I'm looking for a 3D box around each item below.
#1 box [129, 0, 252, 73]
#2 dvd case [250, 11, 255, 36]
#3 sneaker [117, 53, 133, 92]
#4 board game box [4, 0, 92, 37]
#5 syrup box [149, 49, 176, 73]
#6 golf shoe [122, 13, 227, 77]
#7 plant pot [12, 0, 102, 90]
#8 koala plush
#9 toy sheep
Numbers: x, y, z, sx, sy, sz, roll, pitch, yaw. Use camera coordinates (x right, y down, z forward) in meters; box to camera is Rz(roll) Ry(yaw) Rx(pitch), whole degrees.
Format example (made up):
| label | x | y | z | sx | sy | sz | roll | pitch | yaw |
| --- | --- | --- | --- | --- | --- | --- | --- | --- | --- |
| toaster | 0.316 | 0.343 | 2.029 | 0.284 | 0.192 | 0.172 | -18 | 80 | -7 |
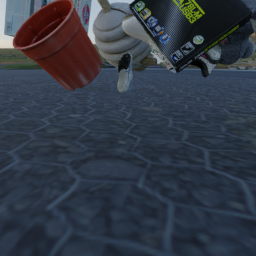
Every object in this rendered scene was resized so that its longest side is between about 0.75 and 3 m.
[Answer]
| label | x | y | z | sx | sy | sz | roll | pitch | yaw |
| --- | --- | --- | --- | --- | --- | --- | --- | --- | --- |
| box | 1.148 | -2.253 | 5.463 | 1.680 | 1.740 | 0.413 | -36 | -15 | 13 |
| dvd case | 4.145 | -1.707 | 6.352 | 2.554 | 0.316 | 1.919 | 37 | 4 | 39 |
| sneaker | -0.035 | -1.333 | 6.755 | 0.361 | 0.995 | 0.358 | -22 | 45 | -39 |
| board game box | -2.684 | -3.953 | 9.437 | 2.729 | 2.013 | 0.877 | 11 | 10 | 13 |
| syrup box | 1.285 | -3.261 | 11.476 | 0.974 | 0.942 | 2.392 | 19 | 23 | -36 |
| golf shoe | 0.919 | -1.941 | 6.386 | 2.413 | 1.111 | 0.876 | 20 | 3 | 11 |
| plant pot | -1.422 | -1.749 | 6.256 | 1.551 | 1.508 | 1.551 | -17 | 49 | 21 |
| koala plush | 3.016 | -2.787 | 8.208 | 2.007 | 2.264 | 2.080 | -19 | 49 | -13 |
| toy sheep | -0.081 | -2.720 | 8.245 | 1.946 | 2.822 | 1.946 | -13 | 51 | 17 |
